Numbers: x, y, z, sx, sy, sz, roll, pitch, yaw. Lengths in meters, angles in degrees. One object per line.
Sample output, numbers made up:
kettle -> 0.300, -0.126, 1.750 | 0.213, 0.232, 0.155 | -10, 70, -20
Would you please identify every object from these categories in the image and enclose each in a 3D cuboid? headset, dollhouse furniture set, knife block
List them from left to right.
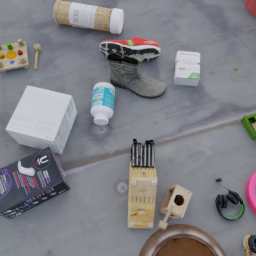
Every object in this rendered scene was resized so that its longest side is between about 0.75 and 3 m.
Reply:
knife block -> 0.434, 1.641, 9.079 | 0.793, 2.175, 2.477 | 3, 110, 0
headset -> 3.145, 2.265, 8.947 | 0.833, 0.634, 1.349 | -17, 81, -5
dollhouse furniture set -> 5.190, 0.283, 9.070 | 1.340, 1.749, 2.669 | -17, 66, -9

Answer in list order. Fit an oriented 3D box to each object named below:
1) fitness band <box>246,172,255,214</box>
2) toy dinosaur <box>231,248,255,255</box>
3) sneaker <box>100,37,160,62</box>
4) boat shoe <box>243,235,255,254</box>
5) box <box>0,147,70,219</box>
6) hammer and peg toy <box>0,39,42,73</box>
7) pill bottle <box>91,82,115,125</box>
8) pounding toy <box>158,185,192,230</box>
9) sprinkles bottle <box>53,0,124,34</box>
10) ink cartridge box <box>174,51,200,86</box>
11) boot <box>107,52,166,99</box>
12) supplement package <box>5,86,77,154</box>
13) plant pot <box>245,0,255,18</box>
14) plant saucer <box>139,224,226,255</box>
fitness band -> 5.068, 2.220, 8.889 | 2.516, 0.471, 1.807 | 15, 66, 8
toy dinosaur -> 3.347, 4.090, 7.753 | 1.108, 0.630, 2.086 | 17, 80, 20
sneaker -> 0.079, -3.217, 11.314 | 2.427, 0.934, 1.030 | 4, 51, -5
boat shoe -> 4.385, 3.587, 8.193 | 1.862, 0.579, 0.695 | 16, 64, 6
box -> -3.079, 1.718, 8.746 | 2.120, 1.124, 1.296 | -25, 68, -11
hammer and peg toy -> -4.363, -2.904, 11.171 | 1.763, 0.622, 1.297 | -12, 66, -5
pill bottle -> -0.910, -0.856, 10.122 | 0.803, 0.803, 1.450 | 2, 65, 1
pounding toy -> 1.405, 2.445, 8.345 | 0.615, 1.181, 1.345 | 28, 68, 0
sprinkles bottle -> -1.644, -4.687, 11.797 | 2.850, 0.973, 0.973 | 12, 66, 5
ink cartridge box -> 2.314, -2.328, 10.954 | 0.918, 0.530, 1.257 | 7, 65, 3
boot -> 0.314, -1.904, 10.220 | 2.300, 1.502, 0.779 | 16, 66, 7
supplement package -> -2.853, -0.257, 9.583 | 1.648, 1.267, 1.723 | 14, 66, 6
plant pot -> 6.327, -6.084, 11.558 | 2.932, 2.594, 2.932 | 0, 65, -1
plant saucer -> 1.634, 4.189, 7.999 | 2.809, 0.451, 2.809 | 0, 65, -1
